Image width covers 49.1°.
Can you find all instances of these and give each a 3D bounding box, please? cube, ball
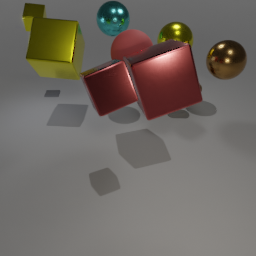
[{"bbox_3d":[-0.336,-0.698,4.728,0.700,0.700,0.700,-24,20,-7],"label":"cube"},{"bbox_3d":[0.138,-2.429,9.001,1.400,1.400,1.400,0,32,0],"label":"ball"},{"bbox_3d":[1.836,-3.399,10.905,1.400,1.400,1.400,0,32,0],"label":"ball"},{"bbox_3d":[-2.238,-2.474,8.925,1.400,1.400,1.400,5,-11,1],"label":"cube"},{"bbox_3d":[0.811,-1.237,6.913,1.400,1.400,1.400,-20,24,-1],"label":"cube"},{"bbox_3d":[-0.620,-4.549,11.693,1.400,1.400,1.400,0,32,0],"label":"ball"},{"bbox_3d":[-3.356,-3.975,10.133,0.700,0.700,0.700,2,63,-8],"label":"cube"},{"bbox_3d":[3.529,-2.439,10.078,1.400,1.400,1.400,0,32,0],"label":"ball"}]

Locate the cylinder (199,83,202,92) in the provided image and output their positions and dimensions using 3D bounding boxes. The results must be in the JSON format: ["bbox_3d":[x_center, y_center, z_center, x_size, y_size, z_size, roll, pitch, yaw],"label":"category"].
[{"bbox_3d":[2.314,-1.543,10.563,0.700,0.700,0.700,31,12,-37],"label":"cylinder"}]
